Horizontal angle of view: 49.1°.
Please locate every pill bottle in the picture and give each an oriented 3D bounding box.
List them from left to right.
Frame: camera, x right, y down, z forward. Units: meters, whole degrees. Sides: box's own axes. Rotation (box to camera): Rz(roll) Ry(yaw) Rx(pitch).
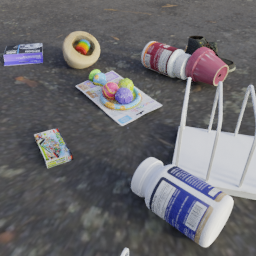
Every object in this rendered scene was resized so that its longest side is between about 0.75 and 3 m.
[{"bbox_3d":[1.460,-2.463,10.235,1.798,1.026,1.026,30,46,34],"label":"pill bottle"},{"bbox_3d":[0.942,1.282,5.199,1.714,0.992,0.992,29,45,33],"label":"pill bottle"}]

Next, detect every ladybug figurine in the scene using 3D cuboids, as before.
[{"bbox_3d":[-1.854,-3.011,10.975,1.424,0.754,2.097,32,44,-12],"label":"ladybug figurine"}]

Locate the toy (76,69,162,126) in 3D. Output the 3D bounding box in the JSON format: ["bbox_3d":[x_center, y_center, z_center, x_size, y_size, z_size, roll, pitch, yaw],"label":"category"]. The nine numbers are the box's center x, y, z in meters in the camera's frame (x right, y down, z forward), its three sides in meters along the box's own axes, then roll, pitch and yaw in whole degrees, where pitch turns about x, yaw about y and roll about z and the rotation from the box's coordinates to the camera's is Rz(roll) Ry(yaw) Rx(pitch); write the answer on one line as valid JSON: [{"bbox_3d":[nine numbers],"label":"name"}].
[{"bbox_3d":[-0.382,-1.226,8.835,1.553,0.637,2.698,-28,44,-25],"label":"toy"}]

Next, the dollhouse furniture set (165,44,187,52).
[{"bbox_3d":[1.999,-3.251,11.811,0.997,0.441,0.517,-2,36,-3],"label":"dollhouse furniture set"}]

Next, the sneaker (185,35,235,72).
[{"bbox_3d":[3.115,-2.812,10.663,2.045,1.086,0.765,20,41,25],"label":"sneaker"}]

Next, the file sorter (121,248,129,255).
[{"bbox_3d":[0.591,2.500,3.388,1.915,1.192,1.329,12,38,17],"label":"file sorter"}]

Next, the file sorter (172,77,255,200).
[{"bbox_3d":[2.523,0.168,6.051,2.877,1.791,1.996,9,38,11],"label":"file sorter"}]

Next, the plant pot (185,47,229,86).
[{"bbox_3d":[2.742,-1.998,9.507,1.184,1.184,1.060,-26,49,-30],"label":"plant pot"}]

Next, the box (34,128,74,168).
[{"bbox_3d":[-1.865,0.467,6.963,0.651,0.205,1.184,-18,40,-23],"label":"box"}]

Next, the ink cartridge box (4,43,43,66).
[{"bbox_3d":[-4.340,-3.090,11.692,1.533,0.336,1.548,-8,38,-12],"label":"ink cartridge box"}]

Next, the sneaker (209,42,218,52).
[{"bbox_3d":[3.478,-3.237,11.686,0.840,0.560,1.466,-10,32,-3],"label":"sneaker"}]
